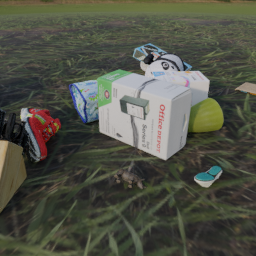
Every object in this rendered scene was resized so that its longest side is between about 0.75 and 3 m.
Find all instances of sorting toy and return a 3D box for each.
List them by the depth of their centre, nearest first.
[{"bbox_3d":[5.860,-1.827,13.169,1.249,0.228,1.156,18,33,39],"label":"sorting toy"}]

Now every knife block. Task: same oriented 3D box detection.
[{"bbox_3d":[-3.102,0.669,6.602,0.716,1.965,2.239,3,28,8],"label":"knife block"}]

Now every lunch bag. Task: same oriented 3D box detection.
[{"bbox_3d":[-1.184,-1.256,10.884,1.790,1.341,2.105,-12,40,-22],"label":"lunch bag"}]

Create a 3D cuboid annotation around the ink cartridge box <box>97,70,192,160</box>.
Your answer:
[{"bbox_3d":[0.426,-0.498,8.748,2.746,2.004,1.154,21,35,34],"label":"ink cartridge box"}]

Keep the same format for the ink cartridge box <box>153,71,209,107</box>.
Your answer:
[{"bbox_3d":[2.137,-1.406,11.082,2.216,1.388,1.424,-2,28,-3],"label":"ink cartridge box"}]

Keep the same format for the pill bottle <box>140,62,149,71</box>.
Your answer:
[{"bbox_3d":[1.312,-3.775,16.236,0.729,0.729,1.299,15,31,26],"label":"pill bottle"}]

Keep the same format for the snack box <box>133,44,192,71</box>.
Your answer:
[{"bbox_3d":[1.883,-3.619,15.241,2.856,0.530,1.659,34,39,17],"label":"snack box"}]

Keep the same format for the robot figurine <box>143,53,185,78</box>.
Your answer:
[{"bbox_3d":[1.767,-2.561,12.978,1.964,1.631,2.614,7,29,20],"label":"robot figurine"}]

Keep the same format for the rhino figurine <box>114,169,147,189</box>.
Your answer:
[{"bbox_3d":[0.095,1.308,7.135,0.883,0.264,0.386,23,36,3],"label":"rhino figurine"}]

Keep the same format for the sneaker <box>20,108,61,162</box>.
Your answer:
[{"bbox_3d":[-2.717,0.017,8.806,1.234,1.119,2.906,-6,28,-20],"label":"sneaker"}]

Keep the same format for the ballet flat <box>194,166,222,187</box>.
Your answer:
[{"bbox_3d":[2.027,1.285,7.051,0.396,0.396,1.139,24,25,37],"label":"ballet flat"}]

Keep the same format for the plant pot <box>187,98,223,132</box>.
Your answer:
[{"bbox_3d":[2.353,-0.305,9.449,1.218,1.140,1.140,-18,32,-17],"label":"plant pot"}]
